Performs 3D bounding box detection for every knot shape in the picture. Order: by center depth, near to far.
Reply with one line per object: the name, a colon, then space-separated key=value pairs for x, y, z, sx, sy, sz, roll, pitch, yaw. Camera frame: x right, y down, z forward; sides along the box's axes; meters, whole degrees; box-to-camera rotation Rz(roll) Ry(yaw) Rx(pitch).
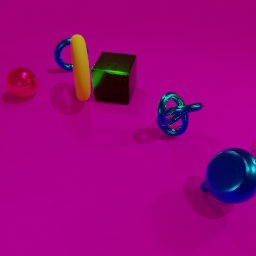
knot shape: x=1.310 y=-0.316 z=7.831 sx=1.426 sy=1.334 sz=0.659 roll=0 pitch=46 yaw=-22

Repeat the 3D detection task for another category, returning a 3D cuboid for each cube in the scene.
cube: x=-0.430 y=-1.717 z=9.575 sx=1.249 sy=1.249 sz=1.249 roll=9 pitch=44 yaw=10

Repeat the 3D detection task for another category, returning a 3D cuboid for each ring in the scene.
ring: x=-1.530 y=-1.900 z=8.965 sx=0.413 sy=2.067 sz=2.067 roll=-7 pitch=40 yaw=-12
ring: x=-2.200 y=-2.853 z=10.907 sx=1.362 sy=1.362 sz=0.272 roll=-13 pitch=43 yaw=-15

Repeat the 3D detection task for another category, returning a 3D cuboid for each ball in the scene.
ball: x=-3.621 y=-1.546 z=9.573 sx=1.058 sy=1.058 sz=1.058 roll=0 pitch=40 yaw=0

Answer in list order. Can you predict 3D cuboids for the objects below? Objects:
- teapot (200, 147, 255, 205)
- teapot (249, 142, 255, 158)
teapot: x=2.409 y=1.055 z=6.080 sx=0.973 sy=1.987 sz=1.235 roll=27 pitch=48 yaw=-36
teapot: x=3.419 y=0.799 z=7.051 sx=0.638 sy=0.811 sz=1.304 roll=7 pitch=39 yaw=-31
